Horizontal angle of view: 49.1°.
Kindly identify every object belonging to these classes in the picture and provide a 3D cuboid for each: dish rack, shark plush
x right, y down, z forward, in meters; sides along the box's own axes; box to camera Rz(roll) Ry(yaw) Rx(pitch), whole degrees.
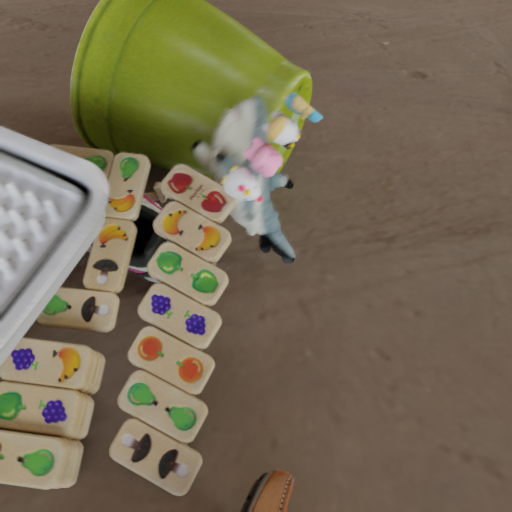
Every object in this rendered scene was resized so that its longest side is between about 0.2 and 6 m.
[{"bbox_3d":[-3.657,-0.125,6.155,3.649,0.795,3.132,22,63,17],"label":"dish rack"},{"bbox_3d":[0.102,-0.857,7.581,0.990,2.377,1.080,-32,17,-12],"label":"shark plush"}]

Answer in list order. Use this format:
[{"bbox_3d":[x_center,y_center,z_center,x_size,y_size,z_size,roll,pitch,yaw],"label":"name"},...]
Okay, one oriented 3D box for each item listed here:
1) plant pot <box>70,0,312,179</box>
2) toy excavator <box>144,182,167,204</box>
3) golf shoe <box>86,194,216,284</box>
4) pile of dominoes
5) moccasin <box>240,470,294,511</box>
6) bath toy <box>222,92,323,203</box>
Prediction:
[{"bbox_3d":[-0.875,-2.732,9.833,3.197,3.320,3.320,27,44,11],"label":"plant pot"},{"bbox_3d":[-2.234,-1.145,9.702,1.102,1.133,0.566,-35,28,30],"label":"toy excavator"},{"bbox_3d":[-2.162,-0.610,7.916,3.363,1.548,1.221,22,80,24],"label":"golf shoe"},{"bbox_3d":[-1.886,0.405,6.122,3.073,0.628,3.943,6,68,5],"label":"pile of dominoes"},{"bbox_3d":[0.137,2.832,4.374,0.896,0.849,2.321,7,38,3],"label":"moccasin"},{"bbox_3d":[0.152,-1.130,6.195,0.496,1.341,0.583,41,20,7],"label":"bath toy"}]
